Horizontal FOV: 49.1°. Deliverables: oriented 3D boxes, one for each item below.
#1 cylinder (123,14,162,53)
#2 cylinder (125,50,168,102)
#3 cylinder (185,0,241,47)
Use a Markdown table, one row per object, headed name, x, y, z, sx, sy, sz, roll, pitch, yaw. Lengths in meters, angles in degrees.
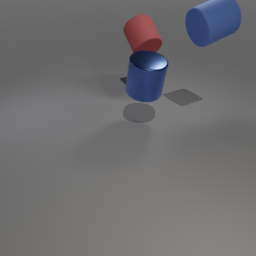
| name | x | y | z | sx | sy | sz | roll | pitch | yaw |
| --- | --- | --- | --- | --- | --- | --- | --- | --- | --- |
| cylinder | 0.674 | -4.205 | 12.914 | 1.400 | 1.400 | 1.400 | -15 | 71 | -24 |
| cylinder | 0.668 | -1.904 | 10.327 | 1.400 | 1.400 | 1.400 | 5 | 43 | -4 |
| cylinder | 3.020 | -3.817 | 10.023 | 1.400 | 1.400 | 1.400 | -27 | 37 | -13 |
